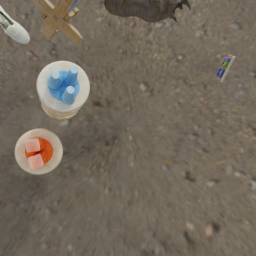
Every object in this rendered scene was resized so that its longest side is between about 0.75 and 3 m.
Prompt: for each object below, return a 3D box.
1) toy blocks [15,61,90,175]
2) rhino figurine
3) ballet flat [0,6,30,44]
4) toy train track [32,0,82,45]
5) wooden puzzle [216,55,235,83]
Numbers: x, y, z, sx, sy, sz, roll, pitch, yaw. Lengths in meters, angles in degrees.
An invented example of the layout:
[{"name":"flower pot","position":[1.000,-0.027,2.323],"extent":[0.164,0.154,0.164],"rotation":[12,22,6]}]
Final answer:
[{"name":"toy blocks","position":[-1.647,-0.140,5.961],"extent":[1.054,2.902,2.418],"rotation":[22,82,-13]},{"name":"rhino figurine","position":[0.537,-3.383,7.384],"extent":[2.531,0.757,1.107],"rotation":[3,116,-19]},{"name":"ballet flat","position":[-3.029,-2.594,7.036],"extent":[0.426,0.426,1.228],"rotation":[-46,105,-12]},{"name":"toy train track","position":[-1.324,-2.950,6.425],"extent":[1.534,2.675,0.435],"rotation":[44,53,-15]},{"name":"wooden puzzle","position":[2.694,-1.690,7.860],"extent":[0.189,0.818,0.758],"rotation":[23,110,4]}]
